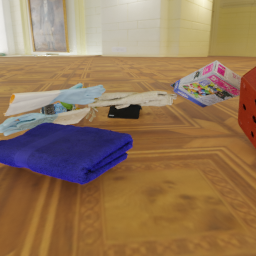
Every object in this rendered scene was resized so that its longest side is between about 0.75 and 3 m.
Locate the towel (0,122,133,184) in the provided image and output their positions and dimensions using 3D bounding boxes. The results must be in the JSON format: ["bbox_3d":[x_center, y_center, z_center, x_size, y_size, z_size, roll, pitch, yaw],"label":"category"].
[{"bbox_3d":[-1.392,0.497,5.931,2.587,0.641,1.911,7,22,30],"label":"towel"}]

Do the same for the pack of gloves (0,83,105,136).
[{"bbox_3d":[-2.089,-0.625,7.547,2.725,0.538,2.289,-13,-15,-42],"label":"pack of gloves"}]

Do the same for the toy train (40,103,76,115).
[{"bbox_3d":[-2.383,-0.625,9.613,1.230,0.533,0.702,-6,6,-13],"label":"toy train"}]

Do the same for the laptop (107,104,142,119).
[{"bbox_3d":[-0.084,-0.561,10.314,1.114,0.649,1.257,3,-7,7],"label":"laptop"}]

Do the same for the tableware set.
[{"bbox_3d":[-1.654,-0.928,9.918,1.347,0.307,1.999,38,26,-13],"label":"tableware set"}]

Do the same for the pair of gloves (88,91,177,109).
[{"bbox_3d":[0.285,-0.907,9.292,2.420,0.499,2.846,0,5,21],"label":"pair of gloves"}]

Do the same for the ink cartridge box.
[{"bbox_3d":[2.404,-1.232,8.730,1.332,0.468,2.232,25,-18,-21],"label":"ink cartridge box"}]

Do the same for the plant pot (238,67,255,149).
[{"bbox_3d":[3.652,-0.430,6.083,1.940,2.200,2.202,-14,41,1],"label":"plant pot"}]
